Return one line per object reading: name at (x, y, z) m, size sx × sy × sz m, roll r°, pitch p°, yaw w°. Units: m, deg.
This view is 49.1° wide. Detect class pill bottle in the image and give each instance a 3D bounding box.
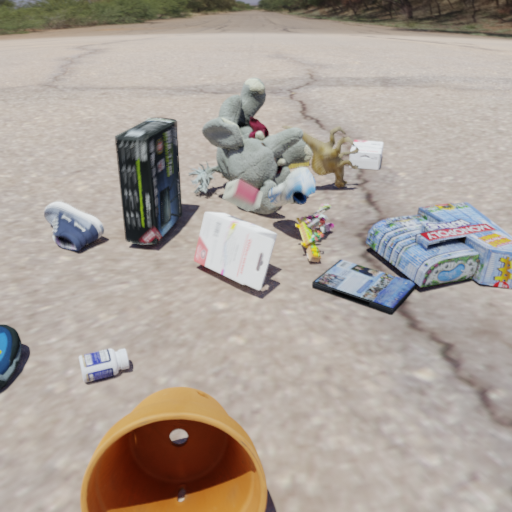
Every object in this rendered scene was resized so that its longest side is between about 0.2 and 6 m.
pill bottle at (-2.123, 1.509, 7.830) m, size 0.633 × 0.379 × 0.379 m, roll -10°, pitch 29°, yaw -19°

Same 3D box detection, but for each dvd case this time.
dvd case at (1.921, 0.522, 9.967) m, size 1.545 × 0.136 × 1.103 m, roll 19°, pitch 33°, yaw 31°

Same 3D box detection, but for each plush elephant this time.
plush elephant at (0.008, -2.425, 13.132) m, size 3.185 × 2.623 × 2.466 m, roll -39°, pitch 25°, yaw -10°

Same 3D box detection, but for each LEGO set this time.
LEGO set at (1.258, -0.578, 11.233) m, size 0.624 × 0.771 × 1.676 m, roll -35°, pitch 13°, yaw 26°

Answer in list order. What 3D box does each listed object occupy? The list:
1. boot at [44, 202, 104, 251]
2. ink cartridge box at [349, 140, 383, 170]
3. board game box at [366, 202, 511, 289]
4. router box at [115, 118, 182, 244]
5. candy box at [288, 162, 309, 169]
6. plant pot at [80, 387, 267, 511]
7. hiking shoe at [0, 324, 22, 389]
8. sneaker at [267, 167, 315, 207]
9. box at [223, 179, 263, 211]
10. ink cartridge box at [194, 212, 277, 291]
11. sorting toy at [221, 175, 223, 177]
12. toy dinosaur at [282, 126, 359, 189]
boot at (-4.025, -0.611, 11.646) m, size 1.720 × 0.626 × 0.777 m, roll 15°, pitch 41°, yaw 32°
ink cartridge box at (3.176, -2.914, 16.129) m, size 0.880 × 0.512 × 1.208 m, roll 7°, pitch 27°, yaw 13°
board game box at (3.760, -0.158, 10.508) m, size 2.421 × 0.747 × 2.420 m, roll -8°, pitch 29°, yaw -22°
router box at (-2.138, -1.559, 11.483) m, size 0.692 × 2.228 × 1.670 m, roll 5°, pitch 26°, yaw 10°
candy box at (0.575, -2.802, 15.962) m, size 1.661 × 0.469 × 0.969 m, roll -10°, pitch 30°, yaw -21°
plant pot at (-0.782, 2.084, 5.609) m, size 1.676 × 1.676 × 1.173 m, roll -3°, pitch 12°, yaw -5°
hiking shoe at (-3.966, 1.475, 7.164) m, size 0.901 × 1.050 × 2.421 m, roll 10°, pitch 29°, yaw 18°
sneaker at (0.698, -1.250, 11.370) m, size 0.618 × 0.623 × 1.720 m, roll -17°, pitch -5°, yaw -19°
box at (-0.237, -1.095, 10.143) m, size 0.597 × 0.325 × 0.382 m, roll 25°, pitch -20°, yaw -33°
ink cartridge box at (-0.277, -0.096, 10.118) m, size 1.705 × 0.993 × 0.575 m, roll 24°, pitch 15°, yaw 38°
sorting toy at (-0.278, -2.730, 15.321) m, size 1.383 × 0.252 × 1.280 m, roll -15°, pitch 35°, yaw 20°
toy dinosaur at (1.764, -2.540, 13.646) m, size 1.180 × 2.333 × 0.679 m, roll -39°, pitch 28°, yaw 15°
